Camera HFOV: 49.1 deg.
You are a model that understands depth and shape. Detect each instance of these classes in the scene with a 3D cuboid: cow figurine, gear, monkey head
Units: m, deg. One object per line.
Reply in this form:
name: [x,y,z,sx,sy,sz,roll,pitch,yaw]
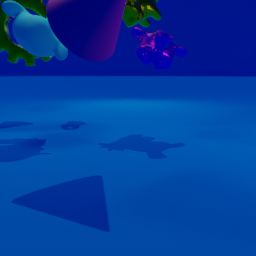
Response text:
cow figurine: [0.279,-3.574,8.052,0.881,1.605,1.580,-17,-25,40]
gear: [-2.738,-2.668,7.541,1.925,1.925,0.356,-2,12,-8]
monkey head: [-2.076,-2.385,6.788,1.789,1.287,1.078,41,-6,-10]
monkey head: [0.795,-2.111,7.071,1.608,1.157,0.969,22,54,-4]

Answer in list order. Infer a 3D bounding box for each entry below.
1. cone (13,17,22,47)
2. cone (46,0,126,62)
cone: [-3.661,-3.389,9.817,1.238,1.242,1.238,-11,51,14]
cone: [-0.363,-2.046,4.521,1.400,1.400,1.406,-11,-12,-44]
